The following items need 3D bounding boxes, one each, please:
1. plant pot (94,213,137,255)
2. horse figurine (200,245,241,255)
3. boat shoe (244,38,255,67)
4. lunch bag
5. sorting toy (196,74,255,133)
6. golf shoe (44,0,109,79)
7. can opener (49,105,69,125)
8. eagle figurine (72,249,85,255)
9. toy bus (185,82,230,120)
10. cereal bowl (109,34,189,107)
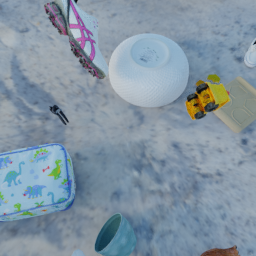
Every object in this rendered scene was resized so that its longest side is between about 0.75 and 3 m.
[{"bbox_3d":[-0.252,2.934,7.364,0.753,1.124,1.124,40,67,-12],"label":"plant pot"},{"bbox_3d":[2.000,4.183,6.764,1.847,0.696,2.787,6,71,21],"label":"horse figurine"},{"bbox_3d":[4.834,-2.943,10.590,0.525,0.479,1.459,27,66,13],"label":"boat shoe"},{"bbox_3d":[-2.773,1.510,8.032,2.436,1.004,1.958,-12,65,-6],"label":"lunch bag"},{"bbox_3d":[3.557,-1.067,9.775,1.700,0.305,2.282,-36,68,-12],"label":"sorting toy"},{"bbox_3d":[-1.310,-2.865,8.624,1.296,1.022,2.814,-34,96,-10],"label":"golf shoe"},{"bbox_3d":[-2.173,-0.425,9.025,0.278,0.876,0.344,-48,43,-11],"label":"can opener"},{"bbox_3d":[-0.828,4.301,6.274,2.554,1.928,1.938,19,37,22],"label":"eagle figurine"},{"bbox_3d":[2.249,-0.742,7.640,1.027,1.070,0.726,-8,68,-30],"label":"toy bus"},{"bbox_3d":[0.752,-2.247,9.839,2.922,1.217,2.922,0,63,-1],"label":"cereal bowl"}]
